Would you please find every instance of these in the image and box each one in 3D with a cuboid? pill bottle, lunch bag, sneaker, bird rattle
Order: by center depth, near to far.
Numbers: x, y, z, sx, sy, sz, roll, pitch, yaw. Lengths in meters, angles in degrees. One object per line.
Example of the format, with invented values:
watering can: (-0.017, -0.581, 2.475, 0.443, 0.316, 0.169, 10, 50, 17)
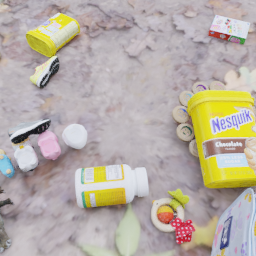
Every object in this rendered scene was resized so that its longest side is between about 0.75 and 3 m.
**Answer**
lunch bag: (3.181, 2.296, 6.247, 2.989, 2.535, 1.900, -31, 64, -19)
bird rattle: (1.184, 2.367, 7.506, 1.126, 0.778, 1.381, -6, 68, 9)
pill bottle: (-0.429, 1.556, 7.663, 1.887, 1.064, 1.064, -6, 56, -3)
sneaker: (-2.820, -0.027, 8.058, 1.274, 0.471, 0.505, -25, 61, -31)
sneaker: (-3.147, -2.206, 10.536, 0.682, 0.590, 1.510, 19, 58, 16)

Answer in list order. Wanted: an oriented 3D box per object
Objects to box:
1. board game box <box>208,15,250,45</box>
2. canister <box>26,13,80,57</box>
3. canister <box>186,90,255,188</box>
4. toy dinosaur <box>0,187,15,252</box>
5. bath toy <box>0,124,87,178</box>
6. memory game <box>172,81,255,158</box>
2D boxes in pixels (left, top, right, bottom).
board game box: (4.379, -4.271, 12.104, 1.545, 0.311, 1.182, 20, 58, 13)
canister: (-3.037, -3.881, 11.558, 1.369, 0.798, 1.844, 29, 59, 19)
canister: (2.886, 0.323, 8.054, 1.943, 1.132, 2.616, 0, 66, -12)
toy dinosaur: (-3.963, 2.052, 7.364, 2.622, 1.009, 1.341, 31, 56, 17)
bath toy: (-2.495, 0.577, 8.407, 2.629, 0.971, 1.143, -21, 76, -12)
memory game: (2.873, -0.209, 8.936, 2.997, 0.191, 2.997, 3, 68, -8)
